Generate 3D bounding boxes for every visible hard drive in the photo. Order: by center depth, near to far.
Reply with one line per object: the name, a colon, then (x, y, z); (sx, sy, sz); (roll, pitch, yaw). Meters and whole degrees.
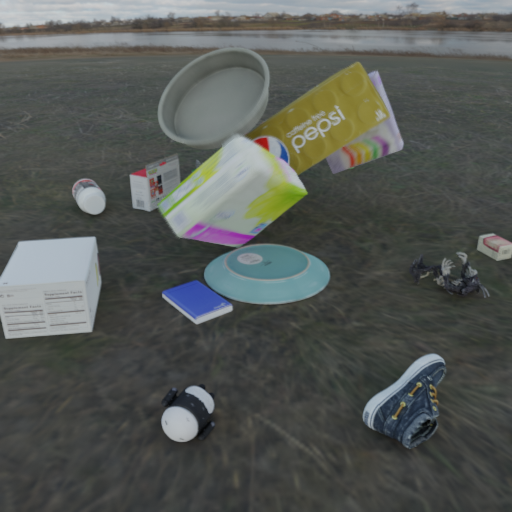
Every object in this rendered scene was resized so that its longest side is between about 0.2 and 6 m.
hard drive: (-1.005, 0.761, 9.446); (0.715, 0.137, 1.083); (-18, 31, -33)

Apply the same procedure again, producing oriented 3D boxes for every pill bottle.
pill bottle: (-3.983, -1.394, 13.421); (0.642, 0.642, 1.160); (-12, 28, -23)

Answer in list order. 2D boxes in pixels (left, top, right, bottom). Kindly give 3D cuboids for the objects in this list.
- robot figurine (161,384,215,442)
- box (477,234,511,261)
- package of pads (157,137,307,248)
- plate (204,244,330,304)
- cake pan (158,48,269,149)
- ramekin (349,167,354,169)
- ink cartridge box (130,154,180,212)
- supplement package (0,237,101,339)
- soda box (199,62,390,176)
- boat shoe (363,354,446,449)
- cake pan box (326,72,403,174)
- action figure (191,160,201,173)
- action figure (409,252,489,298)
robot figurine: (-0.805, 1.877, 6.711); (0.573, 0.476, 0.762); (8, 26, 23)
box: (4.789, -0.180, 11.228); (0.371, 0.316, 0.580); (-10, 27, -20)
package of pads: (-0.286, -1.061, 10.131); (0.849, 1.924, 2.490); (57, 19, 16)
plate: (0.202, 0.212, 10.432); (2.341, 0.299, 2.341); (0, 26, 0)
cake pan: (-0.851, -3.283, 11.831); (2.557, 0.469, 2.557); (-10, 60, 18)
ramekin: (2.718, -2.799, 16.835); (0.542, 0.265, 0.542); (0, 25, 0)
ink cartridge box: (-2.468, -1.869, 13.823); (0.551, 1.154, 1.314); (13, 28, 25)
supplement package: (-3.300, 0.463, 9.140); (1.312, 0.934, 1.684); (-4, 26, -8)
soda box: (0.832, -2.628, 12.635); (4.100, 1.389, 1.312); (-31, 11, 12)
boat shoe: (2.041, 1.793, 6.882); (1.495, 0.529, 0.679); (-28, 36, -32)
cake pan box: (2.364, -3.235, 13.632); (1.866, 2.026, 0.530); (-16, 23, 23)
action figure: (-0.492, -2.531, 15.914); (2.380, 0.651, 1.406); (-9, 25, -25)
action figure: (3.410, 0.308, 9.802); (1.350, 0.689, 0.803); (17, 19, 35)
